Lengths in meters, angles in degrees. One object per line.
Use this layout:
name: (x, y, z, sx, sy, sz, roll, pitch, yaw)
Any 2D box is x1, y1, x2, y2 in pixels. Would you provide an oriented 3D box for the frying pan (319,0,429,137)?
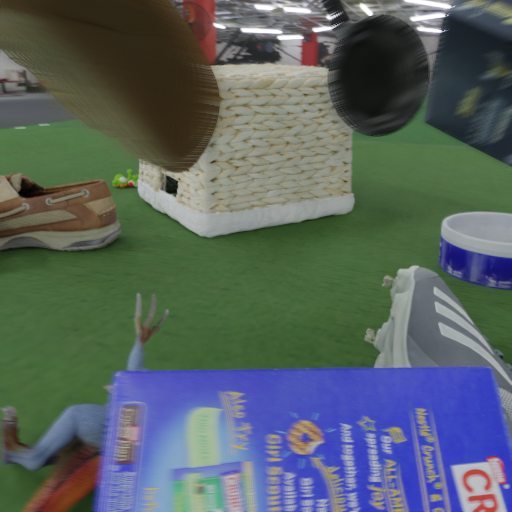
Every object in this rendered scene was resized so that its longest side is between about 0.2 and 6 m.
frying pan: (1.122, -2.433, 6.899, 2.420, 1.464, 0.394, 24, 4, -23)

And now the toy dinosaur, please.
toy dinosaur: (-0.886, 1.290, 4.048, 1.696, 0.982, 1.869, 2, 51, -19)

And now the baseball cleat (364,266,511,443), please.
baseball cleat: (1.608, 1.026, 4.222, 1.547, 1.014, 2.907, 15, 28, 7)

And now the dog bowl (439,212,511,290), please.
dog bowl: (3.277, -0.103, 7.531, 1.546, 0.609, 1.546, 0, 19, 0)

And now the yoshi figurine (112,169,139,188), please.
yoshi figurine: (-2.816, -1.692, 12.363, 0.724, 0.407, 0.405, -9, 6, -17)

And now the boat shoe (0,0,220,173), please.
boat shoe: (-1.131, -1.479, 2.887, 0.929, 2.879, 1.026, 21, 68, 27)

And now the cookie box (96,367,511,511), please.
cookie box: (0.234, 1.308, 2.440, 1.764, 0.663, 1.509, 0, 58, 0)

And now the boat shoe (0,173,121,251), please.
boat shoe: (-3.646, -0.724, 8.496, 3.113, 1.117, 1.179, -2, 20, -6)

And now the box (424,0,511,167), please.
box: (3.206, -2.128, 7.187, 1.863, 0.603, 2.363, 35, -10, 19)

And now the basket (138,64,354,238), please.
basket: (-0.310, -2.121, 10.319, 3.210, 2.582, 3.181, -13, 25, -28)
